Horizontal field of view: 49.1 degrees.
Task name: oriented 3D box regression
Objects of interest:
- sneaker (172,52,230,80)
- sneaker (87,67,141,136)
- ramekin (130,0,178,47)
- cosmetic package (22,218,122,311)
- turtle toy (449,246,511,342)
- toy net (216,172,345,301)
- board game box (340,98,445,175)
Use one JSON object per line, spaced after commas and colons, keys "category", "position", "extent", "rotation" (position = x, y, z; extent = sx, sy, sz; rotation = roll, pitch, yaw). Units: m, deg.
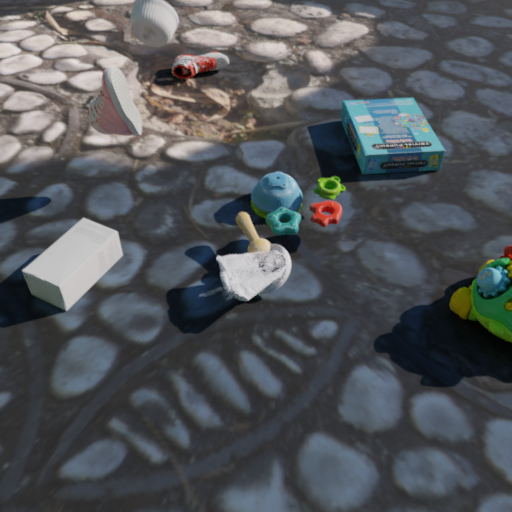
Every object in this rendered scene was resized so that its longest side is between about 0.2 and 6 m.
{"category": "sneaker", "position": [-1.555, -5.273, 15.633], "extent": [1.596, 0.533, 0.856], "rotation": [3, 45, 8]}
{"category": "sneaker", "position": [-2.844, -2.850, 10.625], "extent": [0.963, 1.842, 0.693], "rotation": [0, 72, 3]}
{"category": "ramekin", "position": [-1.979, -4.438, 10.730], "extent": [0.911, 0.911, 0.478], "rotation": [8, 72, 8]}
{"category": "cosmetic package", "position": [-3.236, 0.116, 10.003], "extent": [0.855, 0.674, 1.588], "rotation": [22, 49, 19]}
{"category": "turtle toy", "position": [4.543, 0.475, 9.197], "extent": [1.851, 1.284, 2.540], "rotation": [35, 54, 30]}
{"category": "toy net", "position": [0.473, -0.324, 10.511], "extent": [1.922, 0.708, 3.665], "rotation": [14, 48, 10]}
{"category": "board game box", "position": [3.111, -2.849, 13.113], "extent": [1.794, 0.558, 2.376], "rotation": [-4, 44, -4]}
